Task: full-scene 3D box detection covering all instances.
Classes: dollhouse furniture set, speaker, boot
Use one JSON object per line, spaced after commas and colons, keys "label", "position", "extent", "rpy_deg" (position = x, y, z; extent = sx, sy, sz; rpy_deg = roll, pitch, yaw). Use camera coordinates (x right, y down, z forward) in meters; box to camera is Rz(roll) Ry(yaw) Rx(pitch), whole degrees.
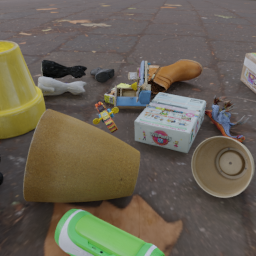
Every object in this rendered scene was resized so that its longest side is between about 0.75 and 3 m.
{"label": "dollhouse furniture set", "position": [0.145, -1.854, 10.765], "extent": [1.388, 2.127, 2.008], "rpy_deg": [1, 70, 1]}
{"label": "speaker", "position": [-0.396, 2.388, 5.548], "extent": [2.132, 0.943, 0.943], "rpy_deg": [17, 36, 26]}
{"label": "boot", "position": [1.962, -2.294, 13.079], "extent": [2.916, 1.074, 2.256], "rpy_deg": [-3, 29, 18]}
{"label": "boot", "position": [-1.496, -2.712, 14.290], "extent": [1.076, 0.570, 1.634], "rpy_deg": [12, 23, 24]}

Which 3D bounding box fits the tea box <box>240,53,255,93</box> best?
{"label": "tea box", "position": [6.757, -2.493, 12.954], "extent": [2.118, 1.438, 2.153], "rpy_deg": [-4, 32, -4]}

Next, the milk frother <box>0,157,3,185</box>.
{"label": "milk frother", "position": [-4.350, 0.741, 7.036], "extent": [1.974, 2.188, 2.058], "rpy_deg": [21, 38, 24]}

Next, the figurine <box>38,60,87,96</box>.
{"label": "figurine", "position": [-2.949, -2.258, 12.935], "extent": [2.102, 0.928, 2.155], "rpy_deg": [0, 45, -8]}

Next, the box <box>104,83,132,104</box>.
{"label": "box", "position": [-0.409, -1.558, 12.463], "extent": [0.574, 0.382, 1.524], "rpy_deg": [16, 34, 24]}

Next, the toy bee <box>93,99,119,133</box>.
{"label": "toy bee", "position": [-0.715, -0.412, 7.841], "extent": [1.162, 0.632, 0.761], "rpy_deg": [37, 83, 25]}

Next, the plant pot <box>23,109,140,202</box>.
{"label": "plant pot", "position": [-1.016, 0.915, 7.061], "extent": [2.466, 2.298, 2.298], "rpy_deg": [13, 31, -5]}

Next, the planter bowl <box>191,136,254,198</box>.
{"label": "planter bowl", "position": [2.634, 0.980, 7.476], "extent": [1.549, 1.549, 1.042], "rpy_deg": [25, 15, 35]}

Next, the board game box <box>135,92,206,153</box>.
{"label": "board game box", "position": [1.573, -0.303, 10.015], "extent": [1.889, 0.823, 2.561], "rpy_deg": [13, 33, 21]}

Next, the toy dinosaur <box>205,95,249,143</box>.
{"label": "toy dinosaur", "position": [3.511, -0.161, 10.117], "extent": [1.148, 2.187, 1.984], "rpy_deg": [25, 57, -16]}

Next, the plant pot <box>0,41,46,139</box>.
{"label": "plant pot", "position": [-4.681, -1.509, 10.091], "extent": [2.977, 2.801, 2.977], "rpy_deg": [-1, 32, 0]}
